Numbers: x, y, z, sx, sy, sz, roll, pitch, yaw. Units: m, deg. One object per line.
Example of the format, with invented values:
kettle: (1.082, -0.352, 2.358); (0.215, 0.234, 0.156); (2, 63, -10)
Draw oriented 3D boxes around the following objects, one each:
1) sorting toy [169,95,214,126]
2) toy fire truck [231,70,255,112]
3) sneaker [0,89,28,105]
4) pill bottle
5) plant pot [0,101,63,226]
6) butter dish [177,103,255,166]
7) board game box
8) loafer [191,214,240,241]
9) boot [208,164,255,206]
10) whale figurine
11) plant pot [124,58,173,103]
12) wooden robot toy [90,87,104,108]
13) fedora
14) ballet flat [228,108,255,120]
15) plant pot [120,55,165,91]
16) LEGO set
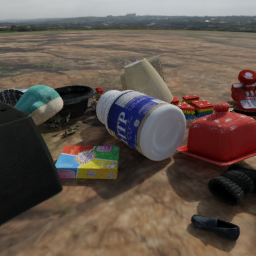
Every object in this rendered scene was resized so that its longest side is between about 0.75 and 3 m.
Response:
sorting toy: (2.438, -0.846, 11.813); (1.946, 0.681, 1.958); (-8, 26, -17)
toy fire truck: (6.036, -1.478, 12.733); (2.535, 1.421, 2.129); (-2, 49, -3)
sneaker: (-5.142, -1.511, 13.506); (1.994, 0.782, 0.897); (-6, 7, -22)
pill bottle: (0.265, -0.277, 9.271); (1.765, 1.765, 2.948); (-17, 29, -33)
plant pot: (-3.320, 0.676, 6.751); (2.413, 2.140, 2.407); (19, 30, 38)
butter dish: (2.825, 0.051, 8.381); (2.197, 1.624, 2.191); (-12, 14, -26)
board game box: (-1.144, 0.979, 8.220); (1.723, 0.348, 1.319); (1, 25, 1)
loafer: (1.839, 2.022, 5.918); (1.017, 0.357, 0.345); (13, 28, 27)
boot: (2.962, 1.449, 6.770); (1.731, 0.651, 1.294); (7, 16, 41)
whale figurine: (-3.477, -0.630, 9.720); (2.412, 1.251, 1.919); (-35, 10, -29)
plant pot: (0.660, -1.801, 11.663); (1.857, 1.982, 1.857); (-23, 17, 8)
wooden robot toy: (-0.912, -1.171, 12.326); (1.067, 1.036, 2.352); (2, 23, -23)
fedora: (-2.420, -1.061, 11.871); (2.244, 1.025, 2.244); (-1, 25, 1)
ballet flat: (4.832, -0.466, 10.631); (2.979, 0.691, 1.004); (10, 28, 19)
plant pot: (0.755, -2.502, 14.352); (2.118, 1.984, 1.984); (-11, 22, 12)
LEGO set: (-2.639, -0.140, 10.740); (1.139, 0.497, 1.754); (-15, 41, -25)
